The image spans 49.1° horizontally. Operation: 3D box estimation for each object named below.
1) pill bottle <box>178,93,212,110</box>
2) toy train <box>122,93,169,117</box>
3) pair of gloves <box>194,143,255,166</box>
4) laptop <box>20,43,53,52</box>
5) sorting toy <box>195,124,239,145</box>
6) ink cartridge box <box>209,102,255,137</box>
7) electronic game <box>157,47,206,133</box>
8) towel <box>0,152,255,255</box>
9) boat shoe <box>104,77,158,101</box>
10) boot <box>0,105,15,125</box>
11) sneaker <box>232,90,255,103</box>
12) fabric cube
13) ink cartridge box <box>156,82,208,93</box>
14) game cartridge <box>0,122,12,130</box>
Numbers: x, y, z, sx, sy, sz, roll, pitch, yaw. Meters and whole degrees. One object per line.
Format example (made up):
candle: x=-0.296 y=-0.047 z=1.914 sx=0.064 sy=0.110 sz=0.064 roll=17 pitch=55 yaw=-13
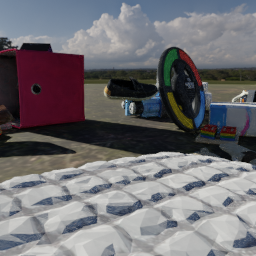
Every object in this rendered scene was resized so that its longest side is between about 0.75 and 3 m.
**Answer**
pill bottle: x=2.714 y=-1.170 z=12.228 sx=1.749 sy=0.983 sz=0.983 roll=1 pitch=11 yaw=8
toy train: x=0.876 y=-0.904 z=11.175 sx=2.158 sy=0.936 sz=1.233 roll=-4 pitch=18 yaw=-18
pair of gloves: x=1.861 y=0.591 z=5.170 sx=1.332 sy=0.234 sz=1.133 roll=-7 pitch=17 yaw=-23
laptop: x=-3.068 y=-2.557 z=9.464 sx=0.911 sy=0.564 sz=0.973 roll=0 pitch=38 yaw=-4
sorting toy: x=2.300 y=0.141 z=7.148 sx=0.975 sy=0.341 sz=0.981 roll=5 pitch=12 yaw=22
ink cartridge box: x=3.358 y=-0.278 z=8.036 sx=1.955 sy=0.827 sz=1.413 roll=2 pitch=11 yaw=18
electronic game: x=1.616 y=-1.113 z=8.099 sx=0.523 sy=2.514 sz=2.514 roll=-13 pitch=0 yaw=39
towel: x=0.236 y=1.023 z=0.390 sx=2.979 sy=1.275 sz=2.467 roll=-7 pitch=14 yaw=-39
boat shoe: x=0.201 y=-1.472 z=10.321 sx=2.188 sy=0.681 sz=0.816 roll=-3 pitch=41 yaw=-24
boot: x=-3.695 y=-0.082 z=6.742 sx=2.065 sy=0.663 sz=1.924 roll=-15 pitch=21 yaw=-33
sneaker: x=4.911 y=-0.854 z=10.239 sx=1.182 sy=1.168 sz=2.977 roll=3 pitch=-1 yaw=-8
fabric cube: x=-3.159 y=-1.389 z=9.784 sx=2.427 sy=2.389 sz=2.435 roll=-9 pitch=13 yaw=-44
ink cartridge box: x=2.843 y=-1.705 z=14.320 sx=2.170 sy=1.226 sz=2.962 roll=4 pitch=12 yaw=21
game cartridge: x=-4.529 y=-0.362 z=8.869 sx=1.155 sy=0.342 sz=1.781 roll=-13 pitch=33 yaw=-35
